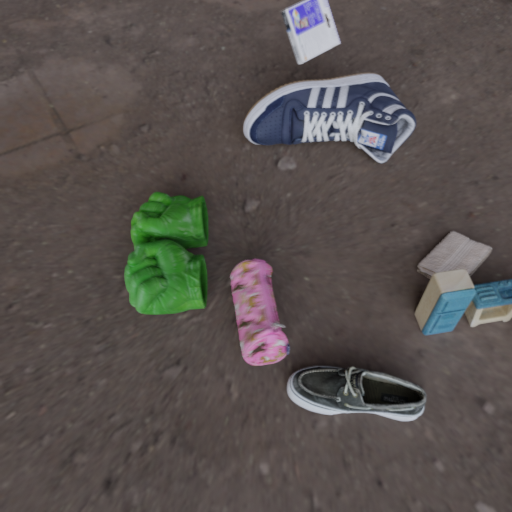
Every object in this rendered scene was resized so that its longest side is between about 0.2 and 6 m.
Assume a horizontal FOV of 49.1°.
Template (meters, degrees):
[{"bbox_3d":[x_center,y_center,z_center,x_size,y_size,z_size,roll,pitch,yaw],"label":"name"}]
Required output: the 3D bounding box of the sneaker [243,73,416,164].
[{"bbox_3d":[1.480,-2.454,10.567,3.202,1.122,1.737,-19,54,-17],"label":"sneaker"}]

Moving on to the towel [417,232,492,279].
[{"bbox_3d":[3.260,0.052,9.228,0.756,0.197,1.140,31,58,33],"label":"towel"}]

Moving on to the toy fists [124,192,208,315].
[{"bbox_3d":[-1.447,-0.105,8.937,1.242,0.838,2.437,-7,49,4],"label":"toy fists"}]

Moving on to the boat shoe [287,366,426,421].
[{"bbox_3d":[1.390,1.798,7.719,1.911,0.678,0.689,5,54,4],"label":"boat shoe"}]

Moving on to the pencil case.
[{"bbox_3d":[0.025,0.784,8.191,0.716,0.685,1.655,-25,42,11],"label":"pencil case"}]

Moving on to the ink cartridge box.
[{"bbox_3d":[1.002,-4.141,10.197,0.976,0.967,0.212,-34,25,-24],"label":"ink cartridge box"}]

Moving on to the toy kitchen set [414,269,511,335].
[{"bbox_3d":[3.576,1.048,7.970,1.976,1.164,1.583,-9,54,-6],"label":"toy kitchen set"}]
